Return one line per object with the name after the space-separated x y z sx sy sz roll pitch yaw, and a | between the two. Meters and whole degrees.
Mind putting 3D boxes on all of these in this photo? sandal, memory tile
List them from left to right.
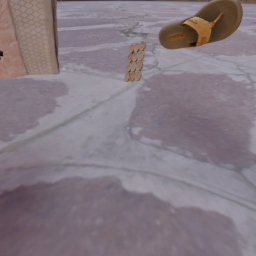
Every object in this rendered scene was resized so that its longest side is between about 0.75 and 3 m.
0.136 -1.246 5.300 0.064 0.760 0.583 9 0 -32 | memory tile
2.074 -3.018 8.674 2.958 1.188 0.799 -5 32 44 | sandal

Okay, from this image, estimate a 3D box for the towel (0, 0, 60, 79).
-2.915 -1.936 6.059 2.782 2.912 0.469 -8 68 -15 | towel

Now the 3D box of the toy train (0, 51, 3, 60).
-1.543 -0.837 2.815 0.135 0.182 0.793 46 6 12 | toy train
